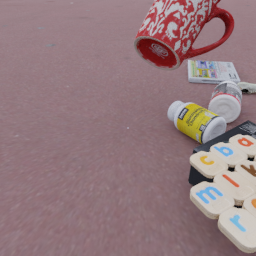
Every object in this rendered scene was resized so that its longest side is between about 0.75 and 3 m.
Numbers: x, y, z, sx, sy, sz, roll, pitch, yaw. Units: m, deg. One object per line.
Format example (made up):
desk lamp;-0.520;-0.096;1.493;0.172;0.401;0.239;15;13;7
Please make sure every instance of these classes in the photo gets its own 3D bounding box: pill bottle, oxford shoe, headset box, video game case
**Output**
pill bottle;3.270;-0.950;9.328;0.961;0.961;1.736;12;33;18
oxford shoe;4.806;-1.486;10.777;1.254;0.471;0.362;6;73;-4
pill bottle;1.943;-0.198;8.173;0.913;0.913;1.630;-21;38;-30
headset box;2.728;0.969;6.200;2.223;1.031;1.936;-22;39;-31
video game case;3.723;-2.499;12.450;2.059;0.250;2.262;5;33;8

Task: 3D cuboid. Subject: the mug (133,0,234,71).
mug;1.485;-2.766;7.155;2.171;1.632;2.446;24;75;21

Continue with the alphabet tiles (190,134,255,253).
alphabet tiles;2.531;1.051;4.973;2.747;0.200;2.687;-20;39;-24
